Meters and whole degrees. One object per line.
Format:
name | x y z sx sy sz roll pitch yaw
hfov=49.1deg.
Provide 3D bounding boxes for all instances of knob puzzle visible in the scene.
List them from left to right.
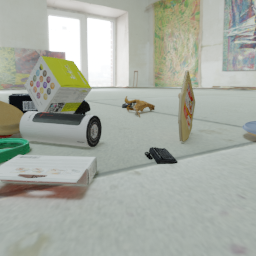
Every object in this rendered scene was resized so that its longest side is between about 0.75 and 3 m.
knob puzzle | 1.626 -0.454 8.212 0.280 2.018 2.018 4 11 23

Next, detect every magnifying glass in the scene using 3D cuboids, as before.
magnifying glass | -2.989 0.618 6.148 1.145 0.322 2.876 -1 11 -4

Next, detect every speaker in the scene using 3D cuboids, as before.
speaker | -1.888 0.018 7.783 2.177 0.884 0.884 5 12 21

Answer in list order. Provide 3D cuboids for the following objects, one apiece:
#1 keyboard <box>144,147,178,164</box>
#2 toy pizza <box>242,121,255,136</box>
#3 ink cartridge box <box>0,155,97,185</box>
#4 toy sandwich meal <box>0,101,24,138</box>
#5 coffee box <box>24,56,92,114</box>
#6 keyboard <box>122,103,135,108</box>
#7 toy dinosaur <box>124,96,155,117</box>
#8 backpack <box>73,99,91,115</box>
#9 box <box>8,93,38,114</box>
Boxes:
keyboard | 0.724 0.625 6.566 0.645 0.138 1.073 -1 10 -6
toy pizza | 4.728 0.162 8.338 2.478 0.393 2.478 0 12 0
ink cartridge box | -1.465 0.822 4.916 1.612 0.351 1.400 1 11 5
toy sandwich meal | -4.516 -0.203 8.773 2.773 0.950 2.773 19 17 -6
coffee box | -2.938 -1.742 11.801 1.749 1.729 1.746 -7 56 -52
keyboard | 0.090 -1.394 17.323 0.916 0.349 1.760 -23 11 4
toy dinosaur | 0.524 -1.150 14.201 1.499 0.852 2.822 7 13 26
backpack | -2.695 -1.088 13.676 1.203 1.134 1.474 -16 5 -28
box | -4.731 -1.128 13.512 1.714 1.062 1.685 -3 9 -16
